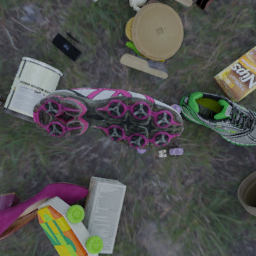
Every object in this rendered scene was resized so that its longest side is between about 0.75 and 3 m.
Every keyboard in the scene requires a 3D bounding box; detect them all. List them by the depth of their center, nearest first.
[{"bbox_3d":[-1.896,-2.681,8.999,1.016,0.105,0.645,41,94,1],"label":"keyboard"}]

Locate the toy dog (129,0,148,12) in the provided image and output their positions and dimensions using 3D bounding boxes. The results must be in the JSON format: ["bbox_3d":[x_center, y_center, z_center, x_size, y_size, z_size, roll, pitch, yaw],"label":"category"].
[{"bbox_3d":[0.656,-4.397,8.631,1.442,1.006,1.399,-20,81,-5],"label":"toy dog"}]

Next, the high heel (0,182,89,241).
[{"bbox_3d":[-2.532,2.470,8.094,2.912,0.982,1.400,-14,50,10],"label":"high heel"}]

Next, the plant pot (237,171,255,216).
[{"bbox_3d":[4.362,2.230,8.087,1.795,1.795,1.558,-35,104,-2],"label":"plant pot"}]

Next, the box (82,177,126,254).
[{"bbox_3d":[-0.787,2.547,8.270,0.953,0.781,2.008,15,87,-22],"label":"box"}]

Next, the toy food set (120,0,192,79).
[{"bbox_3d":[0.846,-3.002,8.734,1.840,0.535,2.665,19,93,-17],"label":"toy food set"}]

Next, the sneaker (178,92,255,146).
[{"bbox_3d":[2.977,-0.237,8.297,2.981,1.270,1.163,17,87,0],"label":"sneaker"}]

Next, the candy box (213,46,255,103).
[{"bbox_3d":[3.736,-1.725,8.743,1.807,0.500,1.043,-36,89,-2],"label":"candy box"}]

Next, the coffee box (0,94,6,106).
[{"bbox_3d":[-4.273,-1.053,8.747,0.774,0.443,0.309,37,88,2],"label":"coffee box"}]

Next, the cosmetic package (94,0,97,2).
[{"bbox_3d":[-0.461,-3.894,6.022,1.922,1.034,0.815,-33,46,34],"label":"cosmetic package"}]

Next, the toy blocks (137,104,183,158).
[{"bbox_3d":[0.912,0.113,8.241,1.489,1.341,1.593,-4,87,-1],"label":"toy blocks"}]

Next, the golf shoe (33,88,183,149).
[{"bbox_3d":[-0.295,-0.344,5.093,2.603,1.199,0.945,9,119,8],"label":"golf shoe"}]

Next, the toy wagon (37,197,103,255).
[{"bbox_3d":[-1.500,3.188,7.799,0.539,2.113,2.723,-32,91,-42],"label":"toy wagon"}]

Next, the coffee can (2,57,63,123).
[{"bbox_3d":[-2.820,-1.073,8.345,1.233,1.233,1.685,20,87,1],"label":"coffee can"}]

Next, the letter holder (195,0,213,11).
[{"bbox_3d":[2.566,-4.206,8.848,0.383,0.541,0.761,43,88,2],"label":"letter holder"}]
